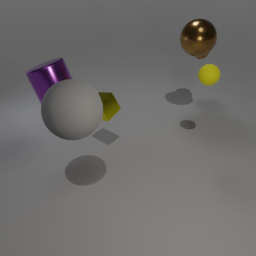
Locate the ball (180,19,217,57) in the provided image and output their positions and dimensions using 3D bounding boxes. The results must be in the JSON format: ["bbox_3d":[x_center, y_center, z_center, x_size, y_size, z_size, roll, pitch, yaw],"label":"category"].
[{"bbox_3d":[2.725,-3.494,10.866,1.400,1.400,1.400,0,32,0],"label":"ball"}]

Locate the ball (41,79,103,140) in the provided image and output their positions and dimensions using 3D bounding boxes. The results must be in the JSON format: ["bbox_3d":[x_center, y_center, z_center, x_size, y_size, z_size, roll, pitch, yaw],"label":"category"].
[{"bbox_3d":[-1.278,-0.416,6.460,1.400,1.400,1.400,0,32,0],"label":"ball"}]

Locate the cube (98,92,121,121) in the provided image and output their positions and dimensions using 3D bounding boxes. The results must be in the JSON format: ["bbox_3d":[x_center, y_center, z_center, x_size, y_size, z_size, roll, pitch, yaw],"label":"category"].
[{"bbox_3d":[-0.809,-0.730,9.438,0.700,0.700,0.700,10,49,47],"label":"cube"}]

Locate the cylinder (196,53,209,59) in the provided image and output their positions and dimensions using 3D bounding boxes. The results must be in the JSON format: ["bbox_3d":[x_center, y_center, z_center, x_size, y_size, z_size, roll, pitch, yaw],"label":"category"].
[{"bbox_3d":[3.075,-3.427,12.120,0.700,0.700,0.700,-5,34,-9],"label":"cylinder"}]

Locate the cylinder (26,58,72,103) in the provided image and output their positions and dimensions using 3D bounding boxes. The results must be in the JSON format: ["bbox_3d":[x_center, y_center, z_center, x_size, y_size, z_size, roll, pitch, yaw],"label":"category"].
[{"bbox_3d":[-2.701,-1.614,10.044,1.400,1.400,1.400,-17,24,8],"label":"cylinder"}]

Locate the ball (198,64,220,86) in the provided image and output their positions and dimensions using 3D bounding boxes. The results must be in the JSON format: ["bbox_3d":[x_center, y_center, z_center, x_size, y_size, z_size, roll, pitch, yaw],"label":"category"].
[{"bbox_3d":[2.686,-1.758,9.276,0.700,0.700,0.700,0,32,0],"label":"ball"}]
